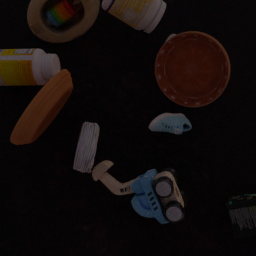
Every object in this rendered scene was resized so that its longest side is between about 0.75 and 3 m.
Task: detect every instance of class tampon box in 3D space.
[{"bbox_3d":[3.322,2.140,7.116,1.340,1.005,0.846,-17,80,23],"label":"tampon box"}]

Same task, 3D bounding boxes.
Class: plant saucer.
[{"bbox_3d":[1.925,-1.751,8.516,2.284,2.284,0.369,34,36,12],"label":"plant saucer"},{"bbox_3d":[-2.226,-0.490,7.614,0.455,2.429,2.429,35,72,-8],"label":"plant saucer"}]

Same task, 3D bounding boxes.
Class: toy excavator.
[{"bbox_3d":[0.281,1.686,7.618,2.153,1.075,2.094,-22,92,18],"label":"toy excavator"}]

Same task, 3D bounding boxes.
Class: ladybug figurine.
[{"bbox_3d":[-2.160,-3.946,9.395,2.714,1.842,0.976,-20,36,20],"label":"ladybug figurine"}]

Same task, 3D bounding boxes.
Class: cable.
[{"bbox_3d":[-1.183,0.534,7.861,0.493,1.425,1.425,12,78,-11],"label":"cable"}]

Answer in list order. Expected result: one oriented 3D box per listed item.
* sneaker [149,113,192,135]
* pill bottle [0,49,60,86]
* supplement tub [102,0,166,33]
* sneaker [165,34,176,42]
[{"bbox_3d":[1.314,-0.077,8.241,1.508,0.557,0.618,-12,45,-35],"label":"sneaker"},{"bbox_3d":[-3.275,-1.918,8.867,2.076,1.134,1.134,0,69,4],"label":"pill bottle"},{"bbox_3d":[0.198,-4.072,9.177,1.813,1.318,1.318,26,69,-19],"label":"supplement tub"},{"bbox_3d":[1.410,-2.681,9.529,0.513,0.541,1.341,26,74,-1],"label":"sneaker"}]
